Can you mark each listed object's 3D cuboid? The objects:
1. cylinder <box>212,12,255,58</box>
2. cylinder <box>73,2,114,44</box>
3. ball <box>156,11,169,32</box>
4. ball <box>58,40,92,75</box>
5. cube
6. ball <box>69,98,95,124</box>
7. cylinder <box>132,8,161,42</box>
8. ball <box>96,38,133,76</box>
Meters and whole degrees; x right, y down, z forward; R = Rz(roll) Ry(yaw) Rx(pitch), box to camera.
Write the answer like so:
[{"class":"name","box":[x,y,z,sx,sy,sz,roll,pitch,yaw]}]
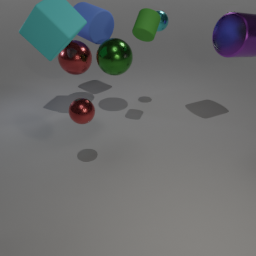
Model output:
[{"class":"cylinder","box":[3.833,-3.100,9.412,1.400,1.400,1.400,-10,30,-31]},{"class":"cylinder","box":[-1.544,-4.433,11.849,1.400,1.400,1.400,34,43,31]},{"class":"ball","box":[1.093,-3.807,9.981,0.700,0.700,0.700,0,29,0]},{"class":"ball","box":[-2.195,-2.918,11.635,1.400,1.400,1.400,0,29,0]},{"class":"cube","box":[-2.559,-3.476,9.637,1.400,1.400,1.400,-31,23,40]},{"class":"ball","box":[-1.225,-0.447,7.447,0.700,0.700,0.700,0,29,0]},{"class":"cylinder","box":[0.559,-3.096,8.451,0.700,0.700,0.700,19,-12,4]},{"class":"ball","box":[-0.516,-2.725,10.760,1.400,1.400,1.400,0,29,0]}]
